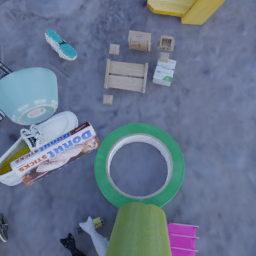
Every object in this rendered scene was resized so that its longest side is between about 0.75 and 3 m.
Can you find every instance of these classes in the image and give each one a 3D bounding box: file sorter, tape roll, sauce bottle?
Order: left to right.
[{"bbox_3d":[-1.083,2.810,8.060,0.809,0.262,0.262,-19,70,-8],"label":"sauce bottle"},{"bbox_3d":[0.336,1.190,8.491,2.661,0.640,2.661,0,68,0],"label":"tape roll"},{"bbox_3d":[1.445,3.262,7.591,0.890,0.803,1.280,6,69,3],"label":"file sorter"}]

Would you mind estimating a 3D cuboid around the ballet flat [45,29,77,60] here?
[{"bbox_3d":[-2.432,-2.910,10.174,0.586,0.586,1.634,-38,73,-13],"label":"ballet flat"}]

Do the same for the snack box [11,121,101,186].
[{"bbox_3d":[-1.503,0.550,6.009,1.809,0.650,0.220,-29,41,-9],"label":"snack box"}]

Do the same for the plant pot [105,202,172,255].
[{"bbox_3d":[0.277,3.042,7.041,2.113,2.113,2.007,5,49,2],"label":"plant pot"}]

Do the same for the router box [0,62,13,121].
[{"bbox_3d":[-4.746,-1.412,9.526,2.272,0.593,1.786,37,73,13],"label":"router box"}]

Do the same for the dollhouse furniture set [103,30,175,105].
[{"bbox_3d":[0.373,-1.940,9.863,2.142,1.226,2.512,8,93,4],"label":"dollhouse furniture set"}]

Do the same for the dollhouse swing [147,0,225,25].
[{"bbox_3d":[2.185,-5.544,10.431,2.203,2.277,2.506,14,68,-17],"label":"dollhouse swing"}]

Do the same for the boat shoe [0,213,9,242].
[{"bbox_3d":[-3.590,2.839,8.026,0.269,0.304,0.831,-31,72,-6],"label":"boat shoe"}]

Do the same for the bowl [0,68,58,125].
[{"bbox_3d":[-2.075,-0.565,5.984,1.410,1.410,0.738,-25,76,-9],"label":"bowl"}]

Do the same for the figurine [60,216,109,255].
[{"bbox_3d":[-1.144,3.180,7.670,1.158,0.499,1.130,-40,76,-2],"label":"figurine"}]

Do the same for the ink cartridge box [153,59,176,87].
[{"bbox_3d":[1.285,-1.983,9.875,0.647,0.367,0.883,15,69,6],"label":"ink cartridge box"}]

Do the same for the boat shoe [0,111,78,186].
[{"bbox_3d":[-2.806,0.429,8.436,3.013,1.285,1.113,-40,74,-14],"label":"boat shoe"}]
